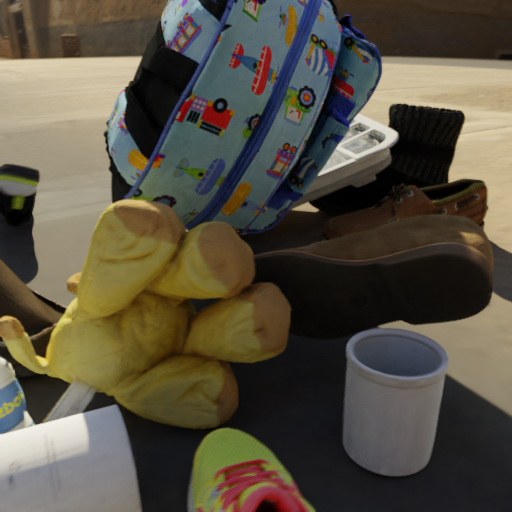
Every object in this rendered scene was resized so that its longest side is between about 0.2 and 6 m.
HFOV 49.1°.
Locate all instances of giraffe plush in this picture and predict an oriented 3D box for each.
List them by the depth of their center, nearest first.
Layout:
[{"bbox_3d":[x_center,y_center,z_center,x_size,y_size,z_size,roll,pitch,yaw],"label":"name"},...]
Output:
[{"bbox_3d":[-1.194,0.606,6.292,2.773,2.392,2.248,-36,14,5],"label":"giraffe plush"}]

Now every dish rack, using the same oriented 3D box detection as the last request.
[{"bbox_3d":[0.587,-1.730,11.354,3.920,0.853,3.364,-23,31,-7],"label":"dish rack"}]

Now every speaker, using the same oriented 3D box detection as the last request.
[{"bbox_3d":[-2.132,1.902,4.199,2.441,0.991,0.991,-11,27,-22],"label":"speaker"}]

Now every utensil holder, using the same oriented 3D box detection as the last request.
[{"bbox_3d":[1.262,1.354,5.259,0.908,1.068,0.908,1,21,-1],"label":"utensil holder"}]

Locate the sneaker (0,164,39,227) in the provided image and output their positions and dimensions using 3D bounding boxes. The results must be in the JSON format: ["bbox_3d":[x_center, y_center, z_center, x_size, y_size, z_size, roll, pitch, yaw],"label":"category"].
[{"bbox_3d":[-4.812,-1.092,10.925,0.902,1.041,2.515,8,-6,-25],"label":"sneaker"}]

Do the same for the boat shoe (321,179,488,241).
[{"bbox_3d":[2.635,-0.797,10.015,3.162,1.075,1.138,-9,28,-16],"label":"boat shoe"}]

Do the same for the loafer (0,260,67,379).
[{"bbox_3d":[-3.460,0.566,6.962,3.179,1.134,1.160,13,28,27],"label":"loafer"}]

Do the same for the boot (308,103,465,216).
[{"bbox_3d":[2.535,-1.945,11.216,2.940,2.198,1.106,1,24,2],"label":"boot"}]

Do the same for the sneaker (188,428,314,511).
[{"bbox_3d":[0.061,1.927,4.064,0.919,1.062,2.351,-10,25,-17],"label":"sneaker"}]

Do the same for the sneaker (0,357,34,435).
[{"bbox_3d":[-3.131,1.204,5.674,2.396,0.985,0.886,7,25,35],"label":"sneaker"}]

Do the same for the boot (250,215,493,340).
[{"bbox_3d":[1.029,0.170,5.994,2.846,1.048,1.074,-6,30,28],"label":"boot"}]

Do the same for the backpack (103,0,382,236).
[{"bbox_3d":[-0.264,-2.055,7.664,2.958,4.015,4.398,27,20,-18],"label":"backpack"}]
